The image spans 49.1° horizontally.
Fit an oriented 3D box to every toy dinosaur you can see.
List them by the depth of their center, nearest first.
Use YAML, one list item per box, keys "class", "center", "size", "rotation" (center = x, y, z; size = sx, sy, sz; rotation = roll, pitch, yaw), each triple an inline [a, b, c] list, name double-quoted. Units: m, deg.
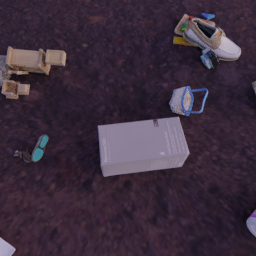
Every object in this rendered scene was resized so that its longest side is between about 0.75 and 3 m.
- class: "toy dinosaur"
  center: [-3.604, 1.036, 10.072]
  size: [0.874, 0.336, 0.447]
  rotation: [35, 84, 6]

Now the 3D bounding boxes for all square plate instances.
- class: "square plate"
  center: [-4.253, 3.859, 8.375]
  size: [1.278, 0.184, 1.290]
  rotation: [28, 63, 16]

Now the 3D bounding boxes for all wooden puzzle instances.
- class: "wooden puzzle"
  center: [3.273, -4.906, 13.668]
  size: [1.774, 0.308, 2.630]
  rotation: [18, 60, 11]

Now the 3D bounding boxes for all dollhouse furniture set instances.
- class: "dollhouse furniture set"
  center: [-3.765, -2.113, 11.725]
  size: [2.295, 1.276, 2.029]
  rotation: [5, 83, 3]

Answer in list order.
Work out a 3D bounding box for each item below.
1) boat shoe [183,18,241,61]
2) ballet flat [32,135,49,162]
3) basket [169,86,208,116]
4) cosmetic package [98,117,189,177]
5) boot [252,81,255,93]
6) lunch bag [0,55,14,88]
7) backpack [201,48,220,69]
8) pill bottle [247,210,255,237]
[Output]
- class: "boat shoe"
  center: [3.847, -3.959, 12.577]
  size: [2.771, 0.948, 1.035]
  rotation: [26, 63, 5]
- class: "ballet flat"
  center: [-3.165, 0.737, 9.993]
  size: [0.345, 0.365, 1.082]
  rotation: [-15, 47, 44]
- class: "basket"
  center: [2.364, -1.066, 10.878]
  size: [1.310, 0.911, 1.155]
  rotation: [2, 53, 38]
- class: "cosmetic package"
  center: [0.436, 0.650, 9.720]
  size: [2.886, 1.302, 1.542]
  rotation: [-7, 62, -7]
- class: "boot"
  center: [5.984, -1.359, 11.327]
  size: [1.728, 0.629, 1.343]
  rotation: [-1, 58, 3]
- class: "lunch bag"
  center: [-5.622, -2.366, 11.831]
  size: [1.132, 0.811, 1.380]
  rotation: [5, 65, 5]
- class: "backpack"
  center: [3.561, -3.074, 12.284]
  size: [0.635, 0.749, 0.844]
  rotation: [-29, 52, 17]
- class: "pill bottle"
  center: [4.617, 2.604, 8.680]
  size: [1.864, 0.972, 0.972]
  rotation: [-38, 66, -21]
